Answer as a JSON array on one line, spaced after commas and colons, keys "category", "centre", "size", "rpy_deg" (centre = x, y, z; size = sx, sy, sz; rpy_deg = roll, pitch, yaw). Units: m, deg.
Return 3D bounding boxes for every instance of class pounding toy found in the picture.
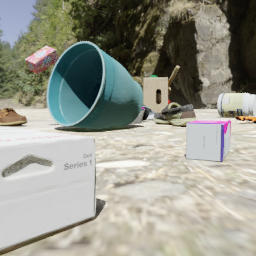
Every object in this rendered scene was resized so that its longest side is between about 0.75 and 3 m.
[{"category": "pounding toy", "centre": [2.051, -2.289, 17.948], "size": [2.131, 2.998, 2.760], "rpy_deg": [0, 5, 3]}]

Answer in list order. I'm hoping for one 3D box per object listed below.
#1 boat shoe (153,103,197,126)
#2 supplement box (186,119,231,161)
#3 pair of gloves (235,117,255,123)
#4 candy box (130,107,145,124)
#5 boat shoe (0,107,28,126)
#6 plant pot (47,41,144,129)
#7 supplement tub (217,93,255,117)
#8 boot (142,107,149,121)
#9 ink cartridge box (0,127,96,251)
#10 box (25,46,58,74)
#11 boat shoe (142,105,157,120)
[{"category": "boat shoe", "centre": [1.640, -0.498, 9.820], "size": [0.875, 0.775, 2.390], "rpy_deg": [-2, 5, -24]}, {"category": "supplement box", "centre": [1.160, 0.136, 3.944], "size": [0.490, 0.480, 0.948], "rpy_deg": [2, 5, 27]}, {"category": "pair of gloves", "centre": [5.185, -0.260, 10.378], "size": [1.717, 0.238, 1.927], "rpy_deg": [-2, 8, -36]}, {"category": "candy box", "centre": [-0.624, -0.683, 10.397], "size": [2.079, 0.634, 1.418], "rpy_deg": [-2, 27, -34]}, {"category": "boat shoe", "centre": [-4.108, -0.389, 9.503], "size": [1.813, 0.612, 0.653], "rpy_deg": [3, 6, 35]}, {"category": "plant pot", "centre": [-0.781, -0.998, 8.198], "size": [2.315, 2.315, 2.175], "rpy_deg": [4, -7, 40]}, {"category": "supplement tub", "centre": [5.913, -1.219, 15.163], "size": [1.828, 1.325, 1.325], "rpy_deg": [3, 6, 34]}, {"category": "boot", "centre": [0.002, -0.584, 11.744], "size": [1.184, 0.596, 1.584], "rpy_deg": [5, -10, -40]}, {"category": "ink cartridge box", "centre": [-0.923, 0.291, 1.783], "size": [1.245, 0.525, 0.910], "rpy_deg": [5, 7, 44]}, {"category": "box", "centre": [-2.631, -2.098, 8.630], "size": [0.451, 0.416, 0.878], "rpy_deg": [27, 56, 27]}, {"category": "boat shoe", "centre": [0.767, -0.754, 13.343], "size": [0.748, 0.707, 2.086], "rpy_deg": [-3, 5, -30]}]
